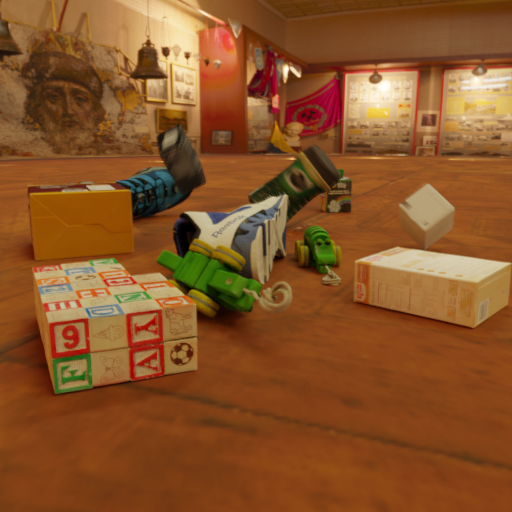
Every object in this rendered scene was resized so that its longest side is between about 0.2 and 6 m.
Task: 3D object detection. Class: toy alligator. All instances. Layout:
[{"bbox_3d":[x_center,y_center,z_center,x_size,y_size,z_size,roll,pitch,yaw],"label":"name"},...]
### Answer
[{"bbox_3d":[1.060,-0.103,9.196,0.673,0.615,2.268,-1,13,-4],"label":"toy alligator"},{"bbox_3d":[-0.334,0.406,6.847,2.730,0.809,0.741,15,-19,50],"label":"toy alligator"}]

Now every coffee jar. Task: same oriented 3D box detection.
[{"bbox_3d":[0.860,-1.513,12.446,1.967,1.026,0.839,-38,-12,11],"label":"coffee jar"}]

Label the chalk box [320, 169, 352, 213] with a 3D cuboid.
[{"bbox_3d":[2.200,-1.810,15.421,0.728,1.167,0.723,-2,13,-7],"label":"chalk box"}]

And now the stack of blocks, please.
[{"bbox_3d":[-1.606,0.600,5.984,1.311,0.667,2.276,-6,14,-25],"label":"stack of blocks"}]

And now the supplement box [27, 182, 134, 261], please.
[{"bbox_3d":[-3.383,-0.724,10.658,1.732,1.166,1.756,-5,14,-22],"label":"supplement box"}]

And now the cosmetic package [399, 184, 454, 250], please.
[{"bbox_3d":[3.129,-0.705,10.323,0.708,0.707,0.858,-37,-27,-2],"label":"cosmetic package"}]

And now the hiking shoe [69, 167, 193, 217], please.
[{"bbox_3d":[-3.051,-1.335,13.765,3.384,1.259,1.467,-15,25,-20],"label":"hiking shoe"}]

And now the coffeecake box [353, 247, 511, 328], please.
[{"bbox_3d":[2.274,0.348,7.281,1.603,0.586,1.231,11,17,40],"label":"coffeecake box"}]

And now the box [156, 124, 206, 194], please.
[{"bbox_3d":[-1.339,-1.725,9.992,0.517,0.880,0.866,-25,36,4],"label":"box"}]

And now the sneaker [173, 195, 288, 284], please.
[{"bbox_3d":[-0.421,-0.397,9.271,1.665,1.165,2.883,5,15,12],"label":"sneaker"}]
